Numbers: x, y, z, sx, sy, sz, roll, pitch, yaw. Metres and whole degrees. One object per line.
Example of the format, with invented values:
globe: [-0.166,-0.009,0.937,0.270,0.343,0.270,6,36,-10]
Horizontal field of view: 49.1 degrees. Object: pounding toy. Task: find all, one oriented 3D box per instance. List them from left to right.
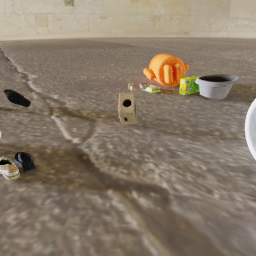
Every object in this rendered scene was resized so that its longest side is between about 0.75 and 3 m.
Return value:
pounding toy: [-0.050,-0.866,8.754,0.544,1.045,1.190,-3,63,7]

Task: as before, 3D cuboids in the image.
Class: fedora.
fedora: [3.828,-1.760,12.119,1.870,0.844,1.654,-14,25,-27]

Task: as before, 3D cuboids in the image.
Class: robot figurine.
robot figurine: [1.931,-2.951,14.169,1.517,1.871,2.601,41,9,-21]

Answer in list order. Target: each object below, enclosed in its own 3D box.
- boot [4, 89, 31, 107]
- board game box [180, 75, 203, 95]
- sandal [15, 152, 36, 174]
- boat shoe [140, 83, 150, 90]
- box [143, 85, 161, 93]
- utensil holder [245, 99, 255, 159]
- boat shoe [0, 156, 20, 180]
boot: [-4.333,-1.220,10.575,0.965,0.436,1.178,30,-1,28]
board game box: [2.974,-1.988,12.867,1.369,0.695,0.326,-16,27,-34]
sandal: [-2.466,0.776,6.769,0.385,0.217,1.013,-15,27,-32]
boat shoe: [0.755,-1.875,12.697,0.272,0.289,0.759,12,14,33]
box: [1.133,-1.837,13.154,0.513,0.211,0.874,-13,23,-29]
utensil holder: [4.344,-0.023,6.455,2.349,1.996,1.996,-7,23,-23]
boat shoe: [-2.874,0.838,6.429,1.051,0.360,0.393,14,26,30]
